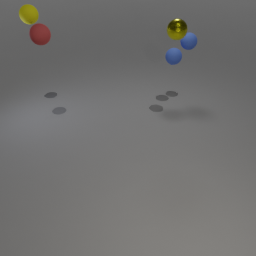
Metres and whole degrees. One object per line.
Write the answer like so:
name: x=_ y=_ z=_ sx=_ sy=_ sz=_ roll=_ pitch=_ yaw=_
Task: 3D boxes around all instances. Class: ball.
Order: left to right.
ball: x=-3.725 y=-4.270 z=10.525 sx=0.700 sy=0.700 sz=0.700 roll=0 pitch=31 yaw=0
ball: x=-2.945 y=-3.133 z=9.382 sx=0.700 sy=0.700 sz=0.700 roll=0 pitch=31 yaw=0
ball: x=1.951 y=-3.059 z=11.968 sx=0.700 sy=0.700 sz=0.700 roll=0 pitch=31 yaw=0
ball: x=1.662 y=-3.329 z=9.480 sx=0.700 sy=0.700 sz=0.700 roll=0 pitch=31 yaw=0
ball: x=2.574 y=-3.665 z=11.843 sx=0.700 sy=0.700 sz=0.700 roll=0 pitch=31 yaw=0
